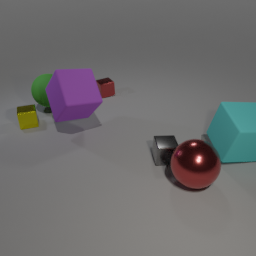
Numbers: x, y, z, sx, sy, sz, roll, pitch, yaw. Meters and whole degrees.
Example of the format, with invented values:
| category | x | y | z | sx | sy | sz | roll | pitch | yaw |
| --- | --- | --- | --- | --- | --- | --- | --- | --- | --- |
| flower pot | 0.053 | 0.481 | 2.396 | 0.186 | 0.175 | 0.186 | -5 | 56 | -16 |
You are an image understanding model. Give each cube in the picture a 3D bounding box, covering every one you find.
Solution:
| category | x | y | z | sx | sy | sz | roll | pitch | yaw |
| --- | --- | --- | --- | --- | --- | --- | --- | --- | --- |
| cube | -3.963 | -0.443 | 11.069 | 0.700 | 0.700 | 0.700 | -10 | 32 | -16 |
| cube | 1.205 | 0.716 | 9.067 | 0.700 | 0.700 | 0.700 | -1 | 33 | -7 |
| cube | -1.985 | -1.187 | 10.168 | 1.400 | 1.400 | 1.400 | -10 | 74 | -35 |
| cube | -1.093 | -1.955 | 13.569 | 0.700 | 0.700 | 0.700 | -18 | 35 | -21 |
| cube | 3.619 | 0.127 | 9.004 | 1.400 | 1.400 | 1.400 | 0 | 44 | -14 |

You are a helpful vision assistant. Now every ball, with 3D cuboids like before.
| category | x | y | z | sx | sy | sz | roll | pitch | yaw |
| --- | --- | --- | --- | --- | --- | --- | --- | --- | --- |
| ball | -3.362 | -1.589 | 11.853 | 1.400 | 1.400 | 1.400 | 0 | 31 | 0 |
| ball | 1.908 | 1.007 | 7.932 | 1.400 | 1.400 | 1.400 | 0 | 31 | 0 |
